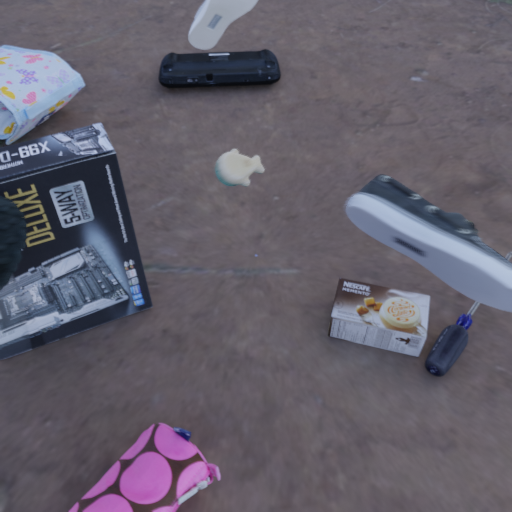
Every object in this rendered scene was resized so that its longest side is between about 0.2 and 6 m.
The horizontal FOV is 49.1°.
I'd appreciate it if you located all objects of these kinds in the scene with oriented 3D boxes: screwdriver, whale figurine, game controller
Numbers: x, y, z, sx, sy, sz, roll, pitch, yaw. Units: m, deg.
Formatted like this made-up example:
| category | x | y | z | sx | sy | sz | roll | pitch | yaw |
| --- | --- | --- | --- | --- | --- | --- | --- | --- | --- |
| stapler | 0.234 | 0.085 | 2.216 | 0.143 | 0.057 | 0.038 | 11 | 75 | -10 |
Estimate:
| category | x | y | z | sx | sy | sz | roll | pitch | yaw |
| --- | --- | --- | --- | --- | --- | --- | --- | --- | --- |
| screwdriver | 3.510 | 0.859 | 9.031 | 0.411 | 0.429 | 2.948 | 31 | 52 | 24 |
| whale figurine | -0.226 | -1.112 | 7.189 | 0.657 | 0.341 | 0.522 | -17 | 80 | -35 |
| game controller | -0.905 | -4.637 | 13.863 | 2.986 | 0.629 | 1.557 | -2 | 34 | -3 |

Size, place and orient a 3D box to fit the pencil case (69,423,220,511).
| category | x | y | z | sx | sy | sz | roll | pitch | yaw |
| --- | --- | --- | --- | --- | --- | --- | --- | --- | --- |
| pencil case | -1.565 | 3.129 | 6.476 | 1.149 | 1.113 | 2.453 | 26 | 56 | 29 |

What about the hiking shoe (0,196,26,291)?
| category | x | y | z | sx | sy | sz | roll | pitch | yaw |
| --- | --- | --- | --- | --- | --- | --- | --- | --- | --- |
| hiking shoe | -3.652 | 0.372 | 6.199 | 1.136 | 0.975 | 2.620 | 18 | 70 | 31 |

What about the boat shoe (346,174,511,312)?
| category | x | y | z | sx | sy | sz | roll | pitch | yaw |
| --- | --- | --- | --- | --- | --- | --- | --- | --- | --- |
| boat shoe | 1.792 | -0.182 | 5.382 | 1.946 | 0.668 | 0.551 | 34 | 75 | 21 |

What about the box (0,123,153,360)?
| category | x | y | z | sx | sy | sz | roll | pitch | yaw |
| --- | --- | --- | --- | --- | --- | --- | --- | --- | --- |
| box | -2.985 | -0.090 | 7.934 | 2.501 | 3.172 | 0.789 | -19 | 49 | -17 |

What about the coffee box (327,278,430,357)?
| category | x | y | z | sx | sy | sz | roll | pitch | yaw |
| --- | --- | --- | --- | --- | --- | --- | --- | --- | --- |
| coffee box | 1.910 | 0.945 | 8.763 | 1.432 | 0.571 | 0.819 | 12 | 49 | 11 |

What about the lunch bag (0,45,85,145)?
| category | x | y | z | sx | sy | sz | roll | pitch | yaw |
| --- | --- | --- | --- | --- | --- | --- | --- | --- | --- |
| lunch bag | -5.200 | -3.460 | 12.130 | 2.348 | 1.493 | 1.991 | 14 | 47 | 25 |

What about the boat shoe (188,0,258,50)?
| category | x | y | z | sx | sy | sz | roll | pitch | yaw |
| --- | --- | --- | --- | --- | --- | --- | --- | --- | --- |
| boat shoe | -0.567 | -4.686 | 10.347 | 0.759 | 2.107 | 0.722 | 15 | 64 | -25 |
